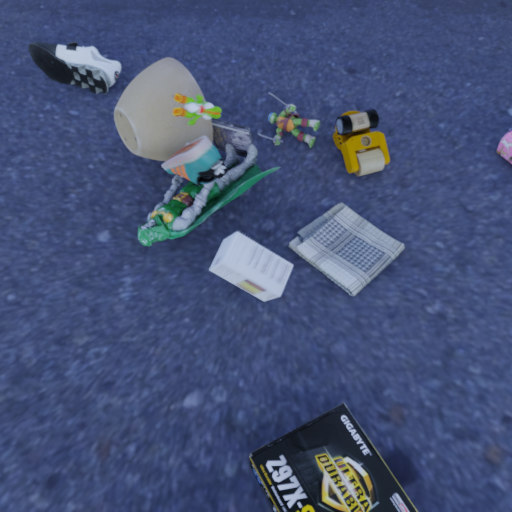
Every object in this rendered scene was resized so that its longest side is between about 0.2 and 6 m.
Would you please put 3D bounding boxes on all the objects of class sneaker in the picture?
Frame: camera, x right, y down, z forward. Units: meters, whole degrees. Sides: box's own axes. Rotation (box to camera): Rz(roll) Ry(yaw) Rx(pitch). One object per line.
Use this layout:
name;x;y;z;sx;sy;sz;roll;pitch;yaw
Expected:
sneaker;-4.588;-4.959;14.340;2.433;0.902;1.077;24;56;6
sneaker;-1.162;-1.644;10.421;0.713;0.798;1.997;-44;19;-15

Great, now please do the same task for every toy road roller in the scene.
toy road roller;2.260;-2.509;12.538;0.904;1.074;1.471;-15;91;-11

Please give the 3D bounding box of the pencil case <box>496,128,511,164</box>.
pencil case;6.097;-2.114;12.213;0.686;0.717;1.658;-16;52;-35

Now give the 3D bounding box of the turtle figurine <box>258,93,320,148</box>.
turtle figurine;0.745;-2.925;12.733;1.222;1.260;0.907;21;89;10

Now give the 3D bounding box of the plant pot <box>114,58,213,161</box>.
plant pot;-2.089;-2.837;11.688;1.432;2.133;2.133;-31;58;-24

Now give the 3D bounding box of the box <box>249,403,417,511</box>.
box;1.130;3.444;8.014;1.714;0.530;2.147;-24;56;-15

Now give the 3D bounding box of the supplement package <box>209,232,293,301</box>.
supplement package;-0.085;0.208;9.854;1.205;0.686;0.660;30;68;-15

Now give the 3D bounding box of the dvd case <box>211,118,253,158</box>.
dvd case;-0.521;-2.491;11.986;0.956;1.286;0.103;18;75;12

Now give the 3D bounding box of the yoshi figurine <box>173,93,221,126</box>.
yoshi figurine;-1.107;-2.710;10.348;0.933;0.524;0.522;1;57;-38

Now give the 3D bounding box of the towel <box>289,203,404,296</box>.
towel;1.764;-0.223;10.990;1.689;0.303;1.754;-38;60;-25

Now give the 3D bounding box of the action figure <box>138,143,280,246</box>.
action figure;-1.176;-1.200;11.138;1.878;0.870;3.180;9;43;39
